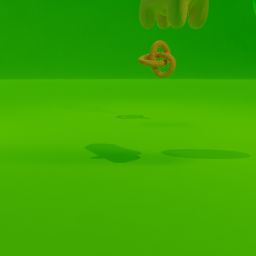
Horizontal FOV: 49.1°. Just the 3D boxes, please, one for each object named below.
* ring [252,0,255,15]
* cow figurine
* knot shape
[{"bbox_3d":[2.326,-1.820,3.639,1.419,1.419,0.284,0,14,-1],"label":"ring"},{"bbox_3d":[0.726,-2.046,3.681,0.785,1.407,1.430,-13,23,-34],"label":"cow figurine"},{"bbox_3d":[0.813,-2.004,8.246,1.040,1.112,0.514,-6,-20,-5],"label":"knot shape"}]
